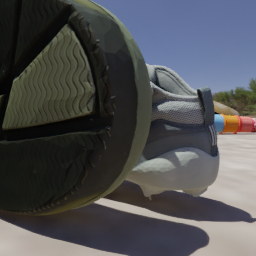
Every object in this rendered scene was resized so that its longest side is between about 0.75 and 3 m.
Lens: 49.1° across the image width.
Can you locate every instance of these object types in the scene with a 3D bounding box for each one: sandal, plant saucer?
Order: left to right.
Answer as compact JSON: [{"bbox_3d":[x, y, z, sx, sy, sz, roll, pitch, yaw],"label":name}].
[{"bbox_3d":[-0.796,-0.157,1.578,2.346,0.931,0.669,14,15,37],"label":"sandal"},{"bbox_3d":[3.372,-0.718,10.623,2.125,0.376,2.125,23,7,-3],"label":"plant saucer"}]

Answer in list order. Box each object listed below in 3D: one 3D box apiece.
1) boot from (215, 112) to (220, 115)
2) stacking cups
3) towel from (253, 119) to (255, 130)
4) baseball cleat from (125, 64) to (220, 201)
[{"bbox_3d":[2.593,-0.560,11.353,2.277,0.826,2.070,12,-4,45],"label":"boot"},{"bbox_3d":[1.588,-0.115,5.218,1.465,0.443,0.443,-1,3,-8],"label":"stacking cups"},{"bbox_3d":[3.207,-0.054,6.098,1.733,0.269,2.397,-4,3,-35],"label":"towel"},{"bbox_3d":[-0.105,-0.010,1.308,1.090,0.580,0.380,-1,7,37],"label":"baseball cleat"}]
